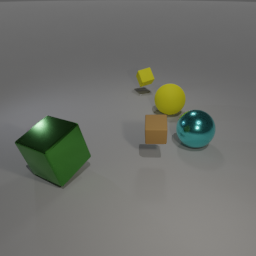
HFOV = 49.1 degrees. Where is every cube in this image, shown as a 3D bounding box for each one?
[{"bbox_3d":[0.908,0.047,9.101,0.700,0.700,0.700,0,46,5],"label":"cube"},{"bbox_3d":[-2.246,0.662,8.588,1.400,1.400,1.400,13,45,33],"label":"cube"},{"bbox_3d":[0.906,-2.687,14.865,0.700,0.700,0.700,-19,-9,-11],"label":"cube"}]

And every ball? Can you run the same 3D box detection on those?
[{"bbox_3d":[1.903,-1.304,12.721,1.400,1.400,1.400,0,28,0],"label":"ball"},{"bbox_3d":[2.463,0.028,10.208,1.400,1.400,1.400,0,28,0],"label":"ball"}]
